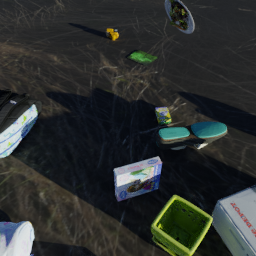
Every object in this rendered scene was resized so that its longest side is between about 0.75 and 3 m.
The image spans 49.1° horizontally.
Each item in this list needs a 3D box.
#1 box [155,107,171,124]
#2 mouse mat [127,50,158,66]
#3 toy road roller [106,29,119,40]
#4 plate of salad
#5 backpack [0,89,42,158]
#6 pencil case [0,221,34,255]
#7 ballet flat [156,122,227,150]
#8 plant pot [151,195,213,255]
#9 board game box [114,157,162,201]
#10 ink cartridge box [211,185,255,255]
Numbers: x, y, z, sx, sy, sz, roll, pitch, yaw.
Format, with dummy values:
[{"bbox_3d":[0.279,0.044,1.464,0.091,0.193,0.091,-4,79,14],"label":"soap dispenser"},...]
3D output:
[{"bbox_3d":[1.478,-0.512,11.775,0.526,0.217,0.896,-6,47,-5],"label":"box"},{"bbox_3d":[0.781,-3.814,15.186,1.400,0.053,1.126,28,52,26],"label":"mouse mat"},{"bbox_3d":[-0.951,-5.515,16.591,0.779,0.479,0.568,8,57,8],"label":"toy road roller"},{"bbox_3d":[1.977,-4.399,11.114,0.396,1.648,1.648,-40,54,-5],"label":"plate of salad"},{"bbox_3d":[-4.691,-0.131,10.459,2.027,1.911,2.485,14,32,5],"label":"backpack"},{"bbox_3d":[-4.105,3.077,7.478,2.990,1.243,1.356,1,30,0],"label":"pencil case"},{"bbox_3d":[2.309,0.329,10.434,2.654,0.908,0.903,-5,45,-5],"label":"ballet flat"},{"bbox_3d":[1.425,2.856,7.759,1.250,1.140,1.256,30,52,25],"label":"plant pot"},{"bbox_3d":[0.300,1.620,8.782,1.443,1.446,0.298,-14,47,-13],"label":"board game box"},{"bbox_3d":[4.164,2.685,7.860,2.934,1.219,2.151,-16,47,-15],"label":"ink cartridge box"}]
